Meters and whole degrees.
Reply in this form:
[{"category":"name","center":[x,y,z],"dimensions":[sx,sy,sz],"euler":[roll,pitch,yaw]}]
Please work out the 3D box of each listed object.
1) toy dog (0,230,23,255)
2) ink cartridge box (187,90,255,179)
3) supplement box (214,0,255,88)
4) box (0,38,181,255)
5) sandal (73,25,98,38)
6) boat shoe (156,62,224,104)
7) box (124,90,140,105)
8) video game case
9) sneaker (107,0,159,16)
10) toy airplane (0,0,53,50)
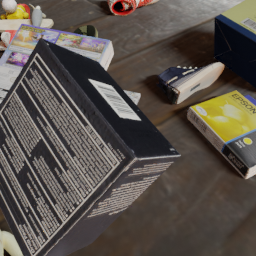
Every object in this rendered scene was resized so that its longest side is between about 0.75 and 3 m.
[{"category":"toy dog","center":[-2.817,2.616,3.698],"dimensions":[2.626,1.890,2.708],"euler":[25,36,-30]},{"category":"ink cartridge box","center":[3.004,-0.060,6.945],"dimensions":[2.194,0.516,2.168],"euler":[-22,50,-18]},{"category":"supplement box","center":[4.248,-2.698,8.320],"dimensions":[2.351,1.580,2.353],"euler":[-31,53,-7]},{"category":"box","center":[-0.456,0.179,2.173],"dimensions":[1.154,1.145,0.711],"euler":[51,22,24]},{"category":"sandal","center":[-1.384,-2.045,8.571],"dimensions":[1.041,0.748,2.621],"euler":[6,61,11]},{"category":"boat shoe","center":[1.786,-1.554,8.134],"dimensions":[2.089,0.780,0.969],"euler":[-30,61,-25]},{"category":"box","center":[-0.089,-0.824,7.892],"dimensions":[0.753,0.155,0.587],"euler":[14,47,12]},{"category":"video game case","center":[-2.137,-1.442,7.589],"dimensions":[2.837,0.645,2.572],"euler":[15,70,13]},{"category":"sneaker","center":[0.421,-5.327,11.741],"dimensions":[2.559,0.854,1.371],"euler":[-6,48,-1]},{"category":"toy airplane","center":[-3.978,-3.642,9.650],"dimensions":[2.137,1.508,2.127],"euler":[-34,54,-26]}]
